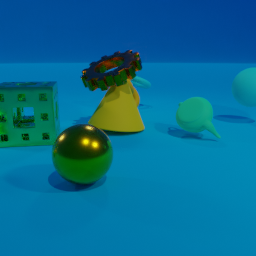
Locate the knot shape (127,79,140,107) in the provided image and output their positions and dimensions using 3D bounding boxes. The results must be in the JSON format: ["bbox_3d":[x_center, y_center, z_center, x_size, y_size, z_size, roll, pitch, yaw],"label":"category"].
[{"bbox_3d":[-0.098,-1.459,9.795,0.727,1.573,1.472,-9,-24,13],"label":"knot shape"}]

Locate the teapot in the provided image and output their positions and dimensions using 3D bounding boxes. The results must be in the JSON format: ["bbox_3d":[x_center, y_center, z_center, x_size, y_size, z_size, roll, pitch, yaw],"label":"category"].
[{"bbox_3d":[1.753,-0.258,7.105,0.743,0.944,1.518,42,5,-45],"label":"teapot"}]

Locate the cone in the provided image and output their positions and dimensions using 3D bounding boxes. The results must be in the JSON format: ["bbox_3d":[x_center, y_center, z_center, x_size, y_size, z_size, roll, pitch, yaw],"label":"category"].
[{"bbox_3d":[-0.244,-0.852,7.767,1.605,1.611,1.605,6,11,-1],"label":"cone"}]

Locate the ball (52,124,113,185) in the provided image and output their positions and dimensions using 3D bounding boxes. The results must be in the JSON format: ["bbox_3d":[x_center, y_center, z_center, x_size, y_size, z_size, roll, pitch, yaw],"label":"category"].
[{"bbox_3d":[-0.716,0.414,4.453,0.966,0.966,0.966,0,14,0],"label":"ball"}]

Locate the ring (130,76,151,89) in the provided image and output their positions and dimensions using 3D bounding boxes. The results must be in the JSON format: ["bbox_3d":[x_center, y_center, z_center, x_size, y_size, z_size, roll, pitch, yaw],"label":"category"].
[{"bbox_3d":[0.371,-1.857,11.251,1.156,0.231,1.156,19,0,0],"label":"ring"}]

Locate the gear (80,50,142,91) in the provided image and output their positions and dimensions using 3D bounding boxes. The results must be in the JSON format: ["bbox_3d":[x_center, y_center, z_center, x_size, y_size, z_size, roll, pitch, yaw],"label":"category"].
[{"bbox_3d":[-0.461,-1.611,7.743,1.697,0.314,1.697,-15,34,11],"label":"gear"}]

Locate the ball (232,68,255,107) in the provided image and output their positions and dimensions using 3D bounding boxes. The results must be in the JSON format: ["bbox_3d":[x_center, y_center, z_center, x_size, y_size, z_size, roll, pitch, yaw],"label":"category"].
[{"bbox_3d":[3.798,-1.231,8.543,1.200,1.200,1.200,0,14,0],"label":"ball"}]

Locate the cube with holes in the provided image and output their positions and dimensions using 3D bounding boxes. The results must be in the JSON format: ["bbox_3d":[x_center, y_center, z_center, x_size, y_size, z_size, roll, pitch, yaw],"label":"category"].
[{"bbox_3d":[-2.442,-0.397,6.877,1.352,1.352,1.352,-2,15,-9],"label":"cube with holes"}]
